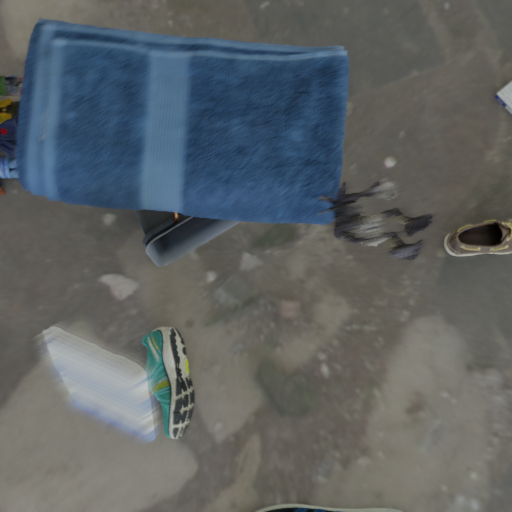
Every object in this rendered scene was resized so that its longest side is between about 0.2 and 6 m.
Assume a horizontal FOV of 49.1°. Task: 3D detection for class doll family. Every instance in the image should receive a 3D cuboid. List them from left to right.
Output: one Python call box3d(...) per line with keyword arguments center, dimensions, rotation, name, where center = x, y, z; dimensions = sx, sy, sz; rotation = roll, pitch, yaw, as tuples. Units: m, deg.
box3d(center=(-4.618, -2.231, 10.040), dimensions=(1.272, 0.864, 2.201), rotation=(-4, 82, -6), name="doll family")

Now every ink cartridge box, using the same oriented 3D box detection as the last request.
box3d(center=(4.985, -2.973, 10.523), dimensions=(0.714, 0.155, 0.701), rotation=(-38, 81, -9), name="ink cartridge box")

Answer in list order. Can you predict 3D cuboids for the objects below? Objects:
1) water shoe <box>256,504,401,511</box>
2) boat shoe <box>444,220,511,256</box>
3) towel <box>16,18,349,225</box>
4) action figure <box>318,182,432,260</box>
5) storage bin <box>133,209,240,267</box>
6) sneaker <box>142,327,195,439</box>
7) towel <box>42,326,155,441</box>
box3d(center=(0.975, 4.430, 8.450), dimensions=(3.296, 1.301, 1.178), rotation=(-8, 79, -2), name="water shoe")
box3d(center=(4.198, -0.347, 9.815), dimensions=(1.685, 0.501, 0.605), rotation=(-8, 79, -1), name="boat shoe")
box3d(center=(-0.952, -1.842, 7.958), dimensions=(4.572, 1.110, 2.552), rotation=(5, 86, -4), name="towel")
box3d(center=(1.511, -0.471, 7.219), dimensions=(0.739, 0.861, 1.449), rotation=(-19, 36, -39), name="action figure")
box3d(center=(-1.302, -0.927, 9.609), dimensions=(1.868, 1.360, 1.255), rotation=(-32, 70, -6), name="storage bin")
box3d(center=(-1.495, 2.116, 9.348), dimensions=(0.727, 0.708, 1.827), rotation=(-15, 74, 18), name="sneaker")
box3d(center=(-1.982, 1.732, 7.365), dimensions=(1.438, 1.959, 0.233), rotation=(21, 52, 13), name="towel")
